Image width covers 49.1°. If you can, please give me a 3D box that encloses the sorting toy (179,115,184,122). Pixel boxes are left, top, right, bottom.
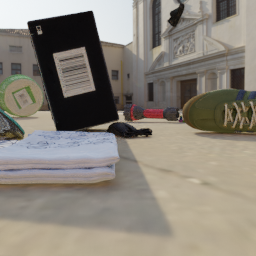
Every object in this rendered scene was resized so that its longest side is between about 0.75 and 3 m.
[{"bbox_3d":[2.243,-0.368,10.364,0.346,0.344,0.997,-3,6,-32],"label":"sorting toy"}]

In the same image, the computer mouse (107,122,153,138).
[{"bbox_3d":[-0.053,0.016,5.565,0.695,0.265,1.004,-4,6,-37],"label":"computer mouse"}]

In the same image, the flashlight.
[{"bbox_3d":[0.881,-0.578,10.810,2.093,0.711,0.709,3,40,22],"label":"flashlight"}]

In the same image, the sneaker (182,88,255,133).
[{"bbox_3d":[2.711,-0.367,5.822,2.898,0.972,1.301,-1,5,-5],"label":"sneaker"}]

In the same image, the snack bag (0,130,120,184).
[{"bbox_3d":[-1.212,0.221,2.941,2.222,0.238,2.095,0,5,-3],"label":"snack bag"}]

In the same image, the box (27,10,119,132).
[{"bbox_3d":[-1.171,-1.143,6.426,1.330,2.228,2.266,-14,6,-7],"label":"box"}]

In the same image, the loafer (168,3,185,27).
[{"bbox_3d":[1.744,-4.169,10.313,0.436,0.421,1.241,26,-11,-1],"label":"loafer"}]

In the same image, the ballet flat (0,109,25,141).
[{"bbox_3d":[-2.368,-0.314,3.756,0.776,0.776,2.157,4,-38,41],"label":"ballet flat"}]

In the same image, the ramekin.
[{"bbox_3d":[-6.283,-1.856,16.618,2.548,2.548,1.245,-3,13,-32],"label":"ramekin"}]
